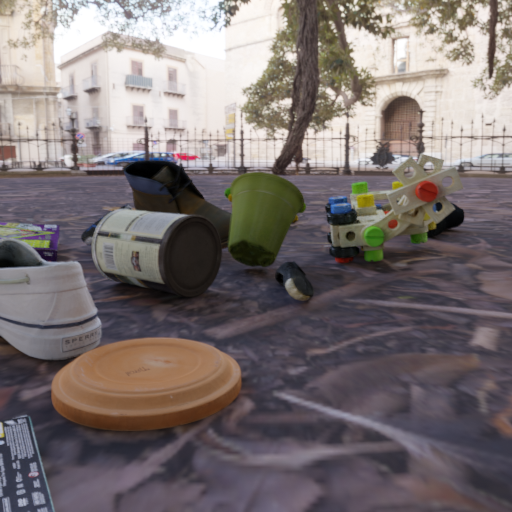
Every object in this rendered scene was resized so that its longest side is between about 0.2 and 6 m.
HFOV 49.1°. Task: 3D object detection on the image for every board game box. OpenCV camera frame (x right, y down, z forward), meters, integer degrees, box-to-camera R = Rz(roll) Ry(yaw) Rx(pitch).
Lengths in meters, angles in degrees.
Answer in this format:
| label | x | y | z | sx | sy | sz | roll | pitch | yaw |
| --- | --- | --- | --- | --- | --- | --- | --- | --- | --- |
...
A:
| label | x | y | z | sx | sy | sz | roll | pitch | yaw |
| --- | --- | --- | --- | --- | --- | --- | --- | --- | --- |
| board game box | -5.032 | -0.237 | 11.081 | 2.146 | 0.577 | 3.576 | 6 | 8 | -19 |

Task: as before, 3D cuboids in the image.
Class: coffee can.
| label | x | y | z | sx | sy | sz | roll | pitch | yaw |
| --- | --- | --- | --- | --- | --- | --- | --- | --- | --- |
| coffee can | -1.537 | -0.085 | 8.629 | 1.657 | 1.212 | 1.212 | 8 | 13 | 38 |

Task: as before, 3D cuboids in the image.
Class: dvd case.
| label | x | y | z | sx | sy | sz | roll | pitch | yaw |
| --- | --- | --- | --- | --- | --- | --- | --- | --- | --- |
| dvd case | -2.226 | 1.457 | 3.164 | 1.929 | 0.212 | 1.408 | -4 | 11 | -28 |

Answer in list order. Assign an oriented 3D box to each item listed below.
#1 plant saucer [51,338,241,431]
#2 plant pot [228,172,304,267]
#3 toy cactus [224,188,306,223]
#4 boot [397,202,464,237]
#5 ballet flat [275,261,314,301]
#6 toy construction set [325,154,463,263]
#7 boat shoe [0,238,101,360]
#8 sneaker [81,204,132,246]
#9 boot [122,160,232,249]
| label | x | y | z | sx | sy | sz | roll | pitch | yaw |
| --- | --- | --- | --- | --- | --- | --- | --- | --- | --- |
| plant saucer | -0.973 | 1.071 | 5.081 | 1.676 | 0.271 | 1.676 | -1 | 11 | 0 |
| plant pot | 0.057 | -0.557 | 10.230 | 1.417 | 1.346 | 1.417 | 11 | -28 | 6 |
| toy cactus | 0.400 | -1.530 | 17.335 | 2.710 | 1.386 | 2.236 | 2 | -8 | 22 |
| boot | 4.785 | -1.028 | 14.730 | 1.835 | 0.834 | 2.184 | -8 | 7 | -21 |
| ballet flat | 0.550 | 0.431 | 8.359 | 0.447 | 0.523 | 1.573 | -41 | 6 | 6 |
| toy construction set | 2.706 | -0.819 | 11.281 | 2.580 | 1.812 | 3.934 | -5 | -2 | 7 |
| boat shoe | -2.976 | 0.311 | 6.831 | 3.308 | 1.105 | 1.217 | 8 | 13 | 36 |
| sneaker | -3.119 | -0.577 | 12.387 | 0.731 | 0.744 | 1.931 | -30 | 8 | 25 |
| boot | -1.651 | -1.118 | 12.016 | 3.272 | 1.586 | 1.222 | 13 | 50 | 38 |
